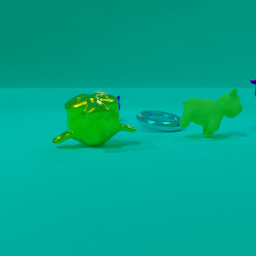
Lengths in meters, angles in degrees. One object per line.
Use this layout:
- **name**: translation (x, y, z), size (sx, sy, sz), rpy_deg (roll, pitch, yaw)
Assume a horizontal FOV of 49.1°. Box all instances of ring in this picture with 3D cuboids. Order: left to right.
- **ring**: translation (0.914, -0.217, 7.997), size (1.381, 0.276, 1.381), rpy_deg (7, 17, -2)

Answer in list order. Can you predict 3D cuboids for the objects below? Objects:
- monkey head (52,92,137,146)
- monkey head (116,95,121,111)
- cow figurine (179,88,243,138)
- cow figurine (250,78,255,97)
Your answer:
- **monkey head**: translation (-0.649, -0.105, 5.570), size (1.782, 1.074, 1.282), rpy_deg (-8, 19, -14)
- **monkey head**: translation (-0.573, -0.844, 9.507), size (0.621, 0.742, 1.031), rpy_deg (27, 38, 18)
- **cow figurine**: translation (2.010, -0.481, 6.765), size (1.383, 1.361, 0.759), rpy_deg (21, -22, 3)
- **cow figurine**: translation (4.000, -0.854, 7.518), size (0.908, 1.628, 1.654), rpy_deg (-15, 1, 7)
